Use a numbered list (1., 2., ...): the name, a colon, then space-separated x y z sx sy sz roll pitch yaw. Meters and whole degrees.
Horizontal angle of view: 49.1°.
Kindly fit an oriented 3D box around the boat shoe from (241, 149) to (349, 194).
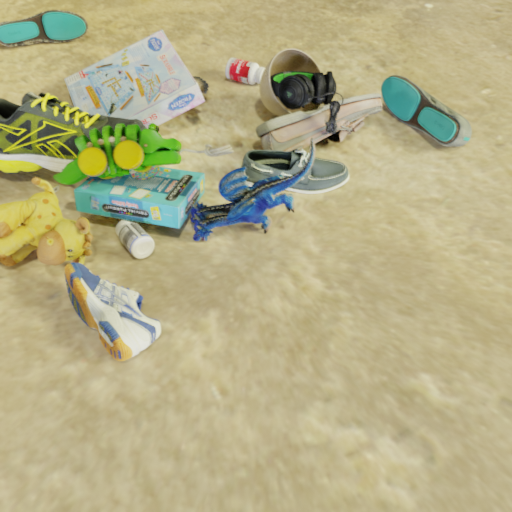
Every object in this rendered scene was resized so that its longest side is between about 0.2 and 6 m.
1. boat shoe: 0.802 -1.795 11.438 2.251 0.695 0.820 2 50 2

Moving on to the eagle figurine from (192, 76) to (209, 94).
1. eagle figurine: -1.692 -3.821 13.233 0.776 1.029 0.780 -7 78 -58

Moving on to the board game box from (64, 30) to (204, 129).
1. board game box: -2.867 -3.822 12.893 2.678 0.552 2.684 -27 52 -2

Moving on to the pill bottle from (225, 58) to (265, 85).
1. pill bottle: -0.255 -4.631 14.104 0.944 0.530 0.530 18 51 16

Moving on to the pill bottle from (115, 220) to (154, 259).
1. pill bottle: -2.240 -0.329 10.267 0.457 0.457 0.804 -28 45 -23

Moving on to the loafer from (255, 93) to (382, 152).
1. loafer: 1.470 -2.780 12.314 2.994 1.076 0.941 -18 93 -15

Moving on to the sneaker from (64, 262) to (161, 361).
1. sneaker: -2.365 0.807 9.188 0.905 0.773 2.053 -27 61 -34

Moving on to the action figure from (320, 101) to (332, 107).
1. action figure: 1.452 -3.952 13.607 0.774 0.413 1.190 -13 46 -2

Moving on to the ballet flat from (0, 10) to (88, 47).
1. ballet flat: -5.915 -6.297 15.507 2.471 0.838 0.930 -12 24 -9

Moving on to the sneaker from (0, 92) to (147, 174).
1. sneaker: -3.936 -2.504 11.110 3.547 1.501 1.321 -3 32 10

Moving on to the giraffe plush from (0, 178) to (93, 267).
1. giraffe plush: -3.589 -0.347 9.770 1.393 1.482 1.718 35 69 13

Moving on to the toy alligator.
1. toy alligator: -2.094 -1.991 10.090 3.301 0.896 0.979 -10 4 5

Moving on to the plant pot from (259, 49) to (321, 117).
1. plant pot: 0.671 -3.841 12.930 1.534 1.534 1.030 -36 15 -28

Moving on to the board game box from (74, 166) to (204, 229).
1. board game box: -2.202 -1.236 10.845 2.044 0.480 1.543 10 34 9

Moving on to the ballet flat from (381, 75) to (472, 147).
1. ballet flat: 3.878 -3.285 12.860 0.812 0.859 2.549 -2 42 -40

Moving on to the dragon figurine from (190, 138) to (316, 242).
1. dragon figurine: -0.125 -1.034 9.936 1.403 2.822 0.831 0 66 -38

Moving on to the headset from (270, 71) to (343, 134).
1. headset: 1.161 -3.480 12.283 1.359 1.034 2.201 -14 36 -23
